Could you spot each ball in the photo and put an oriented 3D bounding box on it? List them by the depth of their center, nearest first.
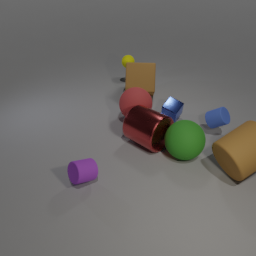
[{"bbox_3d":[1.979,0.414,9.757,1.400,1.400,1.400,0,32,0],"label":"ball"},{"bbox_3d":[0.326,-1.016,11.792,1.400,1.400,1.400,0,32,0],"label":"ball"},{"bbox_3d":[0.005,-3.570,15.065,0.700,0.700,0.700,0,32,0],"label":"ball"}]

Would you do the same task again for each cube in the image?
[{"bbox_3d":[1.904,-0.782,12.071,0.700,0.700,0.700,30,62,20],"label":"cube"},{"bbox_3d":[0.617,-2.381,13.816,1.400,1.400,1.400,2,0,3],"label":"cube"}]

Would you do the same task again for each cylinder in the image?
[{"bbox_3d":[-1.396,1.324,8.648,0.700,0.700,0.700,-6,28,-41],"label":"cylinder"},{"bbox_3d":[3.608,0.699,8.730,1.400,1.400,1.400,-32,38,-6],"label":"cylinder"},{"bbox_3d":[0.759,0.003,10.432,1.400,1.400,1.400,27,41,36],"label":"cylinder"},{"bbox_3d":[3.492,-0.401,10.913,0.700,0.700,0.700,-20,12,45],"label":"cylinder"}]
